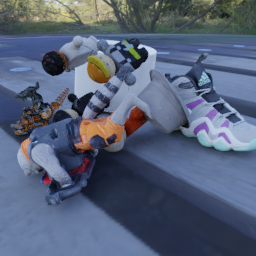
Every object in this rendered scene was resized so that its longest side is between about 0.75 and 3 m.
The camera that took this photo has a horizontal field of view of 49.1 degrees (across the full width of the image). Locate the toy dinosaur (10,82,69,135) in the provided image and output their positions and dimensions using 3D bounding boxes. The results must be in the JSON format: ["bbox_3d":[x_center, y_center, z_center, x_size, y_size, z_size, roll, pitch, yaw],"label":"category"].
[{"bbox_3d":[-2.157,-0.501,6.780,1.572,1.067,0.803,-42,20,-26],"label":"toy dinosaur"}]

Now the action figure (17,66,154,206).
[{"bbox_3d":[-0.834,0.050,4.969,2.452,1.326,2.534,-28,16,4],"label":"action figure"}]

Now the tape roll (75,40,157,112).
[{"bbox_3d":[-0.427,-1.701,8.827,2.481,1.703,2.481,6,26,-3],"label":"tape roll"}]

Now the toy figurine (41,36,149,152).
[{"bbox_3d":[-0.707,-0.816,6.183,2.319,2.283,1.613,20,42,36],"label":"toy figurine"}]

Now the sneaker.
[{"bbox_3d":[1.761,-0.667,6.164,2.706,1.893,1.052,19,26,41],"label":"sneaker"}]

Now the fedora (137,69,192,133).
[{"bbox_3d":[0.655,-0.438,5.773,0.650,1.440,1.273,-38,17,-5],"label":"fedora"}]
